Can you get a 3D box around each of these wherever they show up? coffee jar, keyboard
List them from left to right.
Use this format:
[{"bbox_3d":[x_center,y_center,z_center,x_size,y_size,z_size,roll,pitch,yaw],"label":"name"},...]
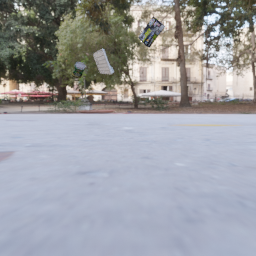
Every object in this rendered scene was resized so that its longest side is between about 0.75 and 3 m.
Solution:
[{"bbox_3d":[-2.080,-2.411,11.767,0.431,0.353,0.827,11,-22,-16],"label":"coffee jar"},{"bbox_3d":[-0.957,-2.367,10.145,0.157,0.829,2.946,-28,16,-6],"label":"keyboard"}]

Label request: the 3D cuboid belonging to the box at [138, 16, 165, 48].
[{"bbox_3d":[1.011,-4.166,12.158,0.250,1.128,0.903,20,29,-39],"label":"box"}]
